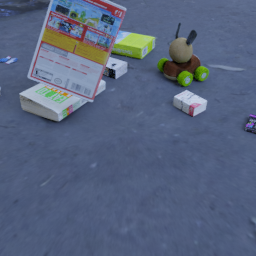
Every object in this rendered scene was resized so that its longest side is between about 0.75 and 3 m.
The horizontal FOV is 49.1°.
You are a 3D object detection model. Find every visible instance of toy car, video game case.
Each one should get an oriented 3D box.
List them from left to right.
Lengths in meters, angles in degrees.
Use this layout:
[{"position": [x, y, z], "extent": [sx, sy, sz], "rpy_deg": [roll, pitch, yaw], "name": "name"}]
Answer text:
[{"position": [-1.411, -2.280, 7.624], "extent": [1.923, 2.689, 0.235], "rpy_deg": [21, 12, -6], "name": "video game case"}, {"position": [2.192, -2.954, 10.874], "extent": [1.614, 2.046, 1.681], "rpy_deg": [-20, 43, -24], "name": "toy car"}]

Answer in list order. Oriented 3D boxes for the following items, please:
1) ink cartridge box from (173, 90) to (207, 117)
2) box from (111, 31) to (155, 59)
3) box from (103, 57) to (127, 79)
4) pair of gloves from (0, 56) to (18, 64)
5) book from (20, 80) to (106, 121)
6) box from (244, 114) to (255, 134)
[{"position": [2.103, -0.851, 9.563], "extent": [0.682, 0.385, 0.931], "rpy_deg": [-28, 46, -30], "name": "ink cartridge box"}, {"position": [-0.199, -4.083, 13.444], "extent": [2.605, 0.621, 1.588], "rpy_deg": [18, 42, 21], "name": "box"}, {"position": [-0.844, -2.587, 11.713], "extent": [1.449, 0.436, 0.845], "rpy_deg": [23, 44, 26], "name": "box"}, {"position": [-5.372, -3.059, 12.595], "extent": [0.773, 0.088, 0.622], "rpy_deg": [16, 41, 20], "name": "pair of gloves"}, {"position": [-2.227, -1.230, 9.970], "extent": [1.722, 0.620, 2.578], "rpy_deg": [21, 41, 22], "name": "book"}, {"position": [4.067, -0.103, 8.813], "extent": [0.612, 0.154, 0.856], "rpy_deg": [19, 41, 23], "name": "box"}]
